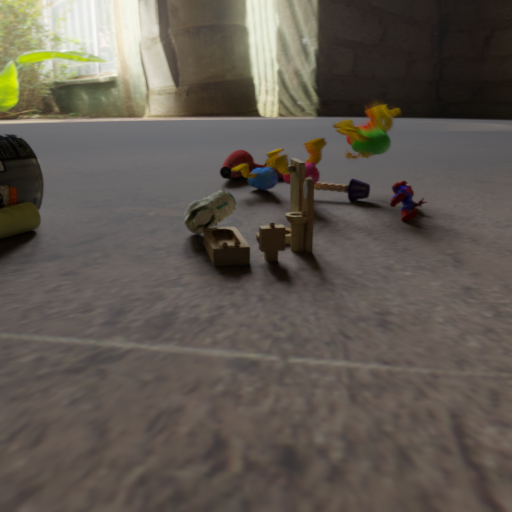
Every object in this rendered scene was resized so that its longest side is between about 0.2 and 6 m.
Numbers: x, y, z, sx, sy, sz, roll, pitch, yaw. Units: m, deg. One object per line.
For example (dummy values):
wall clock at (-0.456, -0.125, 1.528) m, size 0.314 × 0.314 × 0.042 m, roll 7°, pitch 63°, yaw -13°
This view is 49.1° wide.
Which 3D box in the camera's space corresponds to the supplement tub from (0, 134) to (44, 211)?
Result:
supplement tub at (-5.201, -1.191, 9.590) m, size 1.615 × 1.615 × 2.636 m, roll 14°, pitch 22°, yaw 38°

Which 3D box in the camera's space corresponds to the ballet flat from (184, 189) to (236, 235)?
ballet flat at (-0.879, -0.639, 8.983) m, size 0.553 × 0.553 × 1.542 m, roll -11°, pitch -9°, yaw -32°

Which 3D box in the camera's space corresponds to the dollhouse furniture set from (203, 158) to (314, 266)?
dollhouse furniture set at (0.029, -0.730, 8.569) m, size 1.605 × 1.308 × 1.526 m, roll -3°, pitch 17°, yaw -11°

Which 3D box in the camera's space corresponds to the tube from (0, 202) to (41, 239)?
tube at (-4.463, -0.437, 9.093) m, size 0.565 × 0.505 × 1.947 m, roll -18°, pitch 6°, yaw 39°

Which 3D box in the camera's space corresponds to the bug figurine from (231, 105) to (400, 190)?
bug figurine at (1.531, -2.289, 12.823) m, size 3.983 × 1.025 × 3.088 m, roll -24°, pitch 13°, yaw -6°

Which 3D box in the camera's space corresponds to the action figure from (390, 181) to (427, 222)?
action figure at (3.018, -1.180, 11.285) m, size 0.507 × 0.641 × 1.961 m, roll -41°, pitch 4°, yaw 20°

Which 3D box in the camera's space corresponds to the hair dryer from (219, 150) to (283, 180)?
hair dryer at (0.113, -2.482, 15.360) m, size 2.728 × 0.741 × 2.078 m, roll -13°, pitch 22°, yaw -33°

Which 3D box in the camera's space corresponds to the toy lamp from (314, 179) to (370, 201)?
toy lamp at (1.674, -1.538, 12.617) m, size 1.740 × 0.507 × 0.507 m, roll 9°, pitch 19°, yaw 22°
